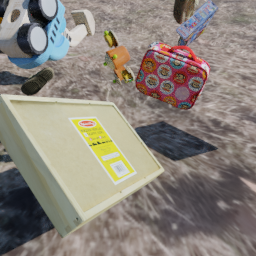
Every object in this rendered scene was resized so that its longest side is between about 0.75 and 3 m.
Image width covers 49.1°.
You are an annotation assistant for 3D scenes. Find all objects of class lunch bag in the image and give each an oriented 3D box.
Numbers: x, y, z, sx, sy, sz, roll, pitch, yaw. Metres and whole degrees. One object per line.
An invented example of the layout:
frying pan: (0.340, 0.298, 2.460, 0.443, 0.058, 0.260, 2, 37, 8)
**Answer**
lunch bag: (1.036, -1.268, 6.474, 1.563, 1.377, 0.641, 24, 40, 5)

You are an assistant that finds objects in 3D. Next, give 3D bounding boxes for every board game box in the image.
board game box: (1.637, -2.552, 7.241, 1.128, 1.129, 0.348, -40, 82, -16)

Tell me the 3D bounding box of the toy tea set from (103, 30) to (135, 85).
toy tea set: (-0.278, -1.300, 5.856, 0.517, 1.397, 0.831, -30, 58, -6)

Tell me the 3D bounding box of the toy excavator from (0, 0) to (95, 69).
toy excavator: (-1.961, -2.488, 7.290, 1.360, 2.723, 2.647, 7, 75, 22)

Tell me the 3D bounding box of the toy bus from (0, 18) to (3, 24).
toy bus: (-4.242, -3.439, 7.634, 2.321, 0.755, 0.909, 19, 86, 14)

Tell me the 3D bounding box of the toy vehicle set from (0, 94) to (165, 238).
toy vehicle set: (-0.530, 0.343, 4.582, 1.841, 0.393, 2.963, 53, 21, 14)

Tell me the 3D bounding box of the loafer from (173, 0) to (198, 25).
loafer: (1.227, -2.711, 5.753, 0.430, 1.259, 0.476, -28, 73, -11)

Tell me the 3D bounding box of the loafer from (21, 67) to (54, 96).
loafer: (-2.314, -1.214, 7.264, 1.061, 0.403, 0.358, -28, 26, 15)
